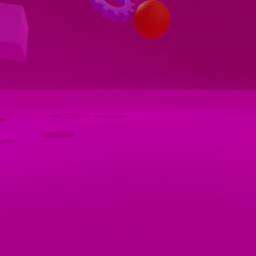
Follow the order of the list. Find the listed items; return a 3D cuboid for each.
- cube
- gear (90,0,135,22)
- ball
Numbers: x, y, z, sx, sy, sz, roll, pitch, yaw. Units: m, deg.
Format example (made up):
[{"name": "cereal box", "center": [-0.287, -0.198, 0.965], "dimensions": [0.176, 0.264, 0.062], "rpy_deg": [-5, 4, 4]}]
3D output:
[{"name": "cube", "center": [-3.649, -2.793, 8.201], "dimensions": [1.184, 1.184, 1.184], "rpy_deg": [3, -11, -12]}, {"name": "gear", "center": [-0.505, -4.183, 9.377], "dimensions": [1.505, 1.505, 0.278], "rpy_deg": [-4, -29, -25]}, {"name": "ball", "center": [0.805, -3.663, 9.495], "dimensions": [1.234, 1.234, 1.234], "rpy_deg": [0, 8, 0]}]
